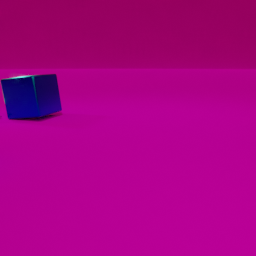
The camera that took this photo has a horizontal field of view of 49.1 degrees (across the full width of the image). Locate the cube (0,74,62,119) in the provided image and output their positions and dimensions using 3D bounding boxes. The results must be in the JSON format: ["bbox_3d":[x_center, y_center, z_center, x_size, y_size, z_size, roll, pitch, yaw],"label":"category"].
[{"bbox_3d":[-3.000,-1.010,8.820,1.224,1.224,1.224,-3,11,21],"label":"cube"}]
